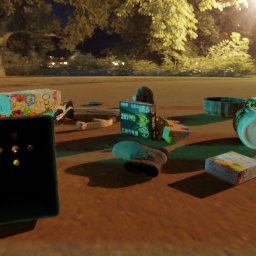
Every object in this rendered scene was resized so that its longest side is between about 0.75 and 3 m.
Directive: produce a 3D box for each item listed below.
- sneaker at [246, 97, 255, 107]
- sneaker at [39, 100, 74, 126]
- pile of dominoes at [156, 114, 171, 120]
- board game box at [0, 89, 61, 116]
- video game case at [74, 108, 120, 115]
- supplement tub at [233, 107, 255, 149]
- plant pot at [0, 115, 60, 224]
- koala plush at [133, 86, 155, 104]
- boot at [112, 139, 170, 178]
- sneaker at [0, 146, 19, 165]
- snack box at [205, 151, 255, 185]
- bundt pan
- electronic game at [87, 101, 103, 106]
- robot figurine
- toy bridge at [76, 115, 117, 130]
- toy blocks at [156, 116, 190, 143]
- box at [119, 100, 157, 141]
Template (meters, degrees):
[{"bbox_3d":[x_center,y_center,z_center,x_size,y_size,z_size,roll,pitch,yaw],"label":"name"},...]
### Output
[{"bbox_3d":[6.980,-1.210,15.106,0.951,0.837,2.248,-9,6,-10],"label":"sneaker"},{"bbox_3d":[-3.195,-0.731,12.605,1.049,0.908,2.324,1,14,14],"label":"sneaker"},{"bbox_3d":[1.168,-0.417,13.017,1.554,0.247,1.211,21,23,36],"label":"pile of dominoes"},{"bbox_3d":[-4.499,-1.045,12.975,1.280,1.303,2.485,13,20,41],"label":"board game box"},{"bbox_3d":[-0.999,-0.793,13.646,2.705,0.236,1.934,4,5,16],"label":"video game case"},{"bbox_3d":[4.138,-0.068,9.278,1.136,1.136,1.855,3,14,11],"label":"supplement tub"},{"bbox_3d":[-2.348,0.577,5.534,1.719,1.720,2.433,-4,7,-17],"label":"plant pot"},{"bbox_3d":[0.897,-1.739,16.460,1.254,1.300,1.414,0,1,-4],"label":"koala plush"},{"bbox_3d":[0.140,0.755,7.144,1.671,0.583,1.100,2,18,28],"label":"boot"},{"bbox_3d":[-4.005,0.510,7.317,2.244,0.908,0.829,-1,13,-5],"label":"sneaker"},{"bbox_3d":[2.533,0.925,6.693,1.063,0.360,0.897,-8,18,-36],"label":"snack box"},{"bbox_3d":[4.812,-1.040,14.046,2.183,0.819,2.183,0,14,0],"label":"bundt pan"},{"bbox_3d":[-2.056,-1.551,17.467,1.053,0.219,1.053,0,13,0],"label":"electronic game"},{"bbox_3d":[-4.794,-0.033,9.698,2.151,0.864,2.967,9,16,39],"label":"robot figurine"},{"bbox_3d":[-1.176,-0.217,11.703,0.727,0.294,2.163,10,16,35],"label":"toy bridge"},{"bbox_3d":[1.614,0.084,9.801,1.039,0.760,1.520,5,19,-21],"label":"toy blocks"},{"bbox_3d":[0.343,-0.306,10.019,0.381,1.250,1.550,-15,21,-41],"label":"box"}]
